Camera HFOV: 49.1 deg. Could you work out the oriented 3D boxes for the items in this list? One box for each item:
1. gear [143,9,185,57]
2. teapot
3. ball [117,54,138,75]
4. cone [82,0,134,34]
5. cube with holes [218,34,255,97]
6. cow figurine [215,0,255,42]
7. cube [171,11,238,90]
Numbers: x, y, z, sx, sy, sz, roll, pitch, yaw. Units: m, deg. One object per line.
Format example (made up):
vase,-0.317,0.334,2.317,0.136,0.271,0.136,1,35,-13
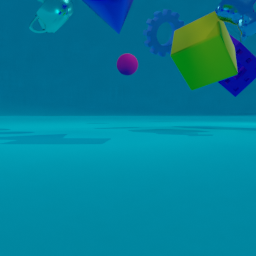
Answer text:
gear,1.142,-2.958,8.770,1.376,1.376,0.254,-1,25,-28
teapot,-2.070,-3.313,7.794,0.901,1.841,1.145,43,-19,-25
ball,-0.032,-3.047,13.453,1.027,1.027,1.027,0,3,0
cone,-0.290,-2.364,5.469,1.361,1.361,1.366,0,-29,9
cube with holes,3.430,-2.098,9.284,1.276,1.276,1.276,34,25,-18
cow figurine,2.324,-2.361,5.915,1.126,1.108,0.618,22,-31,29
cube,1.920,-1.924,7.054,1.211,1.211,1.211,-18,-51,31
